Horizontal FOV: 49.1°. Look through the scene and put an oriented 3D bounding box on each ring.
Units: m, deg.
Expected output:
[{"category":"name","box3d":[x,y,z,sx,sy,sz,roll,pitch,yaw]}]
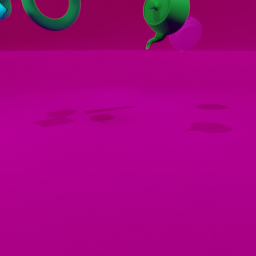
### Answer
[{"category":"ring","box3d":[-2.386,-4.022,8.822,1.844,1.844,0.369,-9,14,-27]}]

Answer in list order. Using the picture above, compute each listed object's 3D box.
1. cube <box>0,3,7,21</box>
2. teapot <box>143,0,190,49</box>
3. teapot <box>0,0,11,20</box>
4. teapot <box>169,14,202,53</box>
[{"category":"cube","box3d":[-3.842,-3.054,7.402,0.768,0.768,0.768,9,-21,46]},{"category":"teapot","box3d":[0.841,-2.804,6.769,0.908,1.855,1.153,-5,24,-45]},{"category":"teapot","box3d":[-4.075,-3.652,8.296,0.860,1.757,1.093,-19,-17,23]},{"category":"teapot","box3d":[1.915,-3.373,9.636,1.149,1.848,0.905,-15,49,-5]}]
